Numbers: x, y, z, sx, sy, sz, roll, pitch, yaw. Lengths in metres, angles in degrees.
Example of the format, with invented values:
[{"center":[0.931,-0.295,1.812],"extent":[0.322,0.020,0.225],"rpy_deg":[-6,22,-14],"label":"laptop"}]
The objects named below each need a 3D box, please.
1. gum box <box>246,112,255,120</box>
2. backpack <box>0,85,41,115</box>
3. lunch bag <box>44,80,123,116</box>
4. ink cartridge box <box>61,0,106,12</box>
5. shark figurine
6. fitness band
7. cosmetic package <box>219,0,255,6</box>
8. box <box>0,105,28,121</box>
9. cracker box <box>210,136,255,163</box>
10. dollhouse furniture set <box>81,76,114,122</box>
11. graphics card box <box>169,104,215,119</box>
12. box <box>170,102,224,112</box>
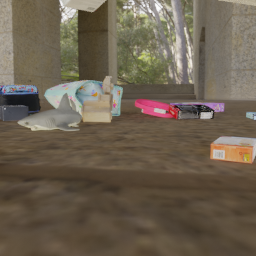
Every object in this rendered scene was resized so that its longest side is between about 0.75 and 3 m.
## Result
[{"center":[5.351,-0.487,11.253],"extent":[0.865,0.227,1.018],"rpy_deg":[1,7,7],"label":"gum box"},{"center":[-4.938,-1.134,11.999],"extent":[1.840,1.356,2.015],"rpy_deg":[-7,9,-40],"label":"backpack"},{"center":[-1.923,-1.279,12.109],"extent":[2.269,1.624,2.664],"rpy_deg":[8,5,43],"label":"lunch bag"},{"center":[-1.137,-4.036,8.421],"extent":[1.225,0.307,1.412],"rpy_deg":[-27,-2,34],"label":"ink cartridge box"},{"center":[-1.839,-0.525,8.413],"extent":[1.542,1.077,2.581],"rpy_deg":[4,10,18],"label":"shark figurine"},{"center":[1.208,-0.877,12.289],"extent":[1.844,0.345,1.324],"rpy_deg":[14,19,8],"label":"fitness band"},{"center":[3.733,-3.801,6.745],"extent":[2.013,0.690,2.670],"rpy_deg":[2,1,-9],"label":"cosmetic package"},{"center":[-4.322,-0.573,10.596],"extent":[0.897,0.553,0.890],"rpy_deg":[-4,8,-31],"label":"box"},{"center":[1.732,0.329,4.527],"extent":[0.600,0.258,0.896],"rpy_deg":[4,9,29],"label":"cracker box"},{"center":[-1.070,-1.272,10.053],"extent":[0.992,2.032,1.733],"rpy_deg":[1,-32,0],"label":"dollhouse furniture set"},{"center":[2.575,-0.676,11.447],"extent":[1.607,0.409,1.008],"rpy_deg":[-3,18,-11],"label":"graphics card box"},{"center":[3.810,-1.144,15.445],"extent":[2.499,0.489,1.710],"rpy_deg":[-5,8,-33],"label":"box"}]
